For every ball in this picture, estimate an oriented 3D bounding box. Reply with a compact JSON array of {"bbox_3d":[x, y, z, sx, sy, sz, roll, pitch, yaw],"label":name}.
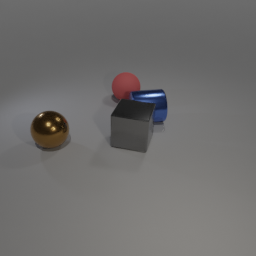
[{"bbox_3d":[-0.093,-2.001,13.632,1.400,1.400,1.400,0,32,0],"label":"ball"},{"bbox_3d":[-2.892,0.054,10.394,1.400,1.400,1.400,0,32,0],"label":"ball"}]

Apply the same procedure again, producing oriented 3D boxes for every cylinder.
[{"bbox_3d":[0.825,-0.917,11.956,1.400,1.400,1.400,-5,32,-8],"label":"cylinder"}]

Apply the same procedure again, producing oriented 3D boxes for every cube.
[{"bbox_3d":[0.204,-0.125,10.635,1.400,1.400,1.400,10,33,12],"label":"cube"}]
